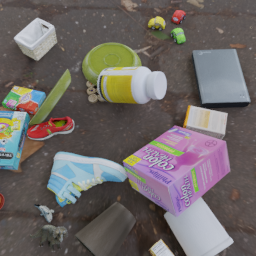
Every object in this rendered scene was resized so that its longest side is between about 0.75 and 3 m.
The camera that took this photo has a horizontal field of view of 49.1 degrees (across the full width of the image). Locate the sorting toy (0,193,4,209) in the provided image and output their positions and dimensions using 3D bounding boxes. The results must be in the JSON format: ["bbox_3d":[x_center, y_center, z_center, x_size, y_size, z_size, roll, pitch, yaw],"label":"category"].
[{"bbox_3d":[-4.989,2.307,9.845,1.482,0.608,0.891,28,66,14],"label":"sorting toy"}]

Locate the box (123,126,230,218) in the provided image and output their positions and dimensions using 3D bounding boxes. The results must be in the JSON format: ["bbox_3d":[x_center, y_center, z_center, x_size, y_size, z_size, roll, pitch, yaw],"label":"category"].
[{"bbox_3d":[1.581,1.250,9.244,2.565,1.240,2.256,-32,30,-24],"label":"box"}]

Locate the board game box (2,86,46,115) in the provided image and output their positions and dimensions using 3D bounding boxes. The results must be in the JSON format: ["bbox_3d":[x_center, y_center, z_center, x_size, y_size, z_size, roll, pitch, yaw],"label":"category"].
[{"bbox_3d":[-4.334,-1.177,11.737,1.409,0.284,1.078,13,53,6],"label":"board game box"}]

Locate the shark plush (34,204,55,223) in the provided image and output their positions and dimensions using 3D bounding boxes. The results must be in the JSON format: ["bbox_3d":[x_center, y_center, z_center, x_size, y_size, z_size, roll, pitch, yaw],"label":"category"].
[{"bbox_3d":[-2.972,2.917,9.727,0.860,0.391,0.358,28,96,9],"label":"shark plush"}]

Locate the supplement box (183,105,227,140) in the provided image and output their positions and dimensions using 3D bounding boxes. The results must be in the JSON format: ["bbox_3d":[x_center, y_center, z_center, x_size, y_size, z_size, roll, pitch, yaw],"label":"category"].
[{"bbox_3d":[3.062,-0.208,11.153,1.573,0.578,0.991,14,62,10],"label":"supplement box"}]

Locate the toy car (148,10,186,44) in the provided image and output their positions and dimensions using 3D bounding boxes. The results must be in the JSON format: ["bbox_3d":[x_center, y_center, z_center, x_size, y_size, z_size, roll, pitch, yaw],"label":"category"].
[{"bbox_3d":[2.239,-4.953,13.697,2.090,0.466,1.966,-21,64,-10],"label":"toy car"}]

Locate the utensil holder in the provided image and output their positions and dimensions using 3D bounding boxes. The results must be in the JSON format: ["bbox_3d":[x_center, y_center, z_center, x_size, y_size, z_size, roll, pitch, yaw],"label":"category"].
[{"bbox_3d":[2.175,3.207,8.907,1.483,1.483,1.745,-27,64,-13],"label":"utensil holder"}]

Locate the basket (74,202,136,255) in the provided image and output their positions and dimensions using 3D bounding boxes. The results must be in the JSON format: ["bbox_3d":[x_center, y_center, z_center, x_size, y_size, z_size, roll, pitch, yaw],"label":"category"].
[{"bbox_3d":[-0.638,3.328,9.058,1.513,1.141,1.678,28,60,33],"label":"basket"}]

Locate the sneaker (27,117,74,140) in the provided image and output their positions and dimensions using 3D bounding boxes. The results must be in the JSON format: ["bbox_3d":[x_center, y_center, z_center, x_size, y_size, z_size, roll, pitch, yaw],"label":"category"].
[{"bbox_3d":[-3.068,-0.092,10.985,1.872,0.795,0.721,-15,64,-8],"label":"sneaker"}]

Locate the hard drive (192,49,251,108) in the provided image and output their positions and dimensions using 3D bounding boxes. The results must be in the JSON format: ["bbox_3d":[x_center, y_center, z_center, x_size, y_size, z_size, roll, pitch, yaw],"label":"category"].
[{"bbox_3d":[3.989,-2.215,12.273,1.997,0.471,2.861,-2,63,-1],"label":"hard drive"}]

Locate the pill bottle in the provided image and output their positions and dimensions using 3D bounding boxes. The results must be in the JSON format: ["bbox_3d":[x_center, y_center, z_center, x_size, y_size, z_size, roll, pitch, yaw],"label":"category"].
[{"bbox_3d":[0.151,-1.649,10.831,2.496,1.398,1.398,7,59,34],"label":"pill bottle"}]

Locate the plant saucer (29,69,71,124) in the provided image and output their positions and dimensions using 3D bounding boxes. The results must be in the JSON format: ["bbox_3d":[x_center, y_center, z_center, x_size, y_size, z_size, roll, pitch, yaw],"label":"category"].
[{"bbox_3d":[-2.925,-1.123,10.815,0.401,2.580,2.580,35,64,-17],"label":"plant saucer"}]

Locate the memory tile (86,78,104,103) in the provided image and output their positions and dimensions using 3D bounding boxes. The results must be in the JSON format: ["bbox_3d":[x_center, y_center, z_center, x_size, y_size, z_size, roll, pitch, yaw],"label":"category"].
[{"bbox_3d":[-1.214,-1.829,12.265,1.220,0.134,1.592,-9,63,-4],"label":"memory tile"}]

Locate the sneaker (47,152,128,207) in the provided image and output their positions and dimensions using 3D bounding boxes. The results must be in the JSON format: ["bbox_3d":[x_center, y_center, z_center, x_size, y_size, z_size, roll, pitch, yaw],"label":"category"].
[{"bbox_3d":[-1.481,1.970,9.776,2.806,1.116,1.832,8,61,14],"label":"sneaker"}]

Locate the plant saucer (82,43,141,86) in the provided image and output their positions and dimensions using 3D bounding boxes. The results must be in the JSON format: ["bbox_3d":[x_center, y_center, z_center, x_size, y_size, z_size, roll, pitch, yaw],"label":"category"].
[{"bbox_3d":[-0.731,-2.949,12.616,2.705,0.420,2.705,0,59,0],"label":"plant saucer"}]

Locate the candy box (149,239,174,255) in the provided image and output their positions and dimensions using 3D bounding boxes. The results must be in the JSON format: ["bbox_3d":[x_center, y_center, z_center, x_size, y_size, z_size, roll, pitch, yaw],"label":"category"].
[{"bbox_3d":[1.373,4.294,8.601,0.469,0.979,1.696,-37,68,-17],"label":"candy box"}]

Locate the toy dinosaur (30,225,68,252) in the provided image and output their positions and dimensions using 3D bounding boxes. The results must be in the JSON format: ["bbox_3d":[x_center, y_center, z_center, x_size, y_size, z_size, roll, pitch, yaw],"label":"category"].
[{"bbox_3d":[-2.510,3.519,9.159,1.607,0.619,0.822,3,82,36],"label":"toy dinosaur"}]

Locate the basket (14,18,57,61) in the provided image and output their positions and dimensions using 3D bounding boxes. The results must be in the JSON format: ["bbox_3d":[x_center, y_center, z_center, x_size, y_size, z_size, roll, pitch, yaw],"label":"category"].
[{"bbox_3d":[-4.197,-4.064,12.940,1.094,0.996,1.614,30,65,15],"label":"basket"}]

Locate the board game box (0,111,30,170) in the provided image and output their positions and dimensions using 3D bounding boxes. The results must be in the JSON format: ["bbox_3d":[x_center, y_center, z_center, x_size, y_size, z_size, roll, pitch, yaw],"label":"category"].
[{"bbox_3d":[-4.944,0.423,10.870,1.710,0.532,2.265,3,63,1],"label":"board game box"}]
